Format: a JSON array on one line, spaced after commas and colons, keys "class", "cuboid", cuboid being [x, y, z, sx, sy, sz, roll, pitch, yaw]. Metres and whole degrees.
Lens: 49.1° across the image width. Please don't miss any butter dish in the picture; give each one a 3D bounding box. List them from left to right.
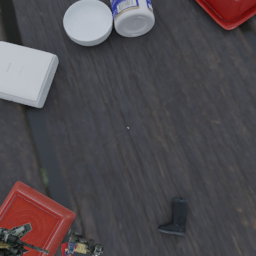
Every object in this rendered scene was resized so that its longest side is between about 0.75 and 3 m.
[{"class": "butter dish", "cuboid": [3.331, -4.645, 8.591, 2.296, 1.702, 2.303, -36, 78, -8]}]

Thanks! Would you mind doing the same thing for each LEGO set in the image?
[{"class": "LEGO set", "cuboid": [-1.783, 1.950, 4.291, 2.863, 1.860, 0.811, 20, 79, -20]}]

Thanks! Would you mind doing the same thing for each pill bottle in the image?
[{"class": "pill bottle", "cuboid": [0.054, -4.016, 8.672, 1.218, 1.218, 2.035, -8, 75, -2]}]

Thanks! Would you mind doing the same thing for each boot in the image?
[{"class": "boot", "cuboid": [1.198, 2.302, 7.429, 0.760, 0.303, 0.922, 11, 79, -8]}]

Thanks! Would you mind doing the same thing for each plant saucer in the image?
[{"class": "plant saucer", "cuboid": [-2.683, 2.669, 7.320, 1.936, 0.356, 1.939, 28, 77, 7]}]

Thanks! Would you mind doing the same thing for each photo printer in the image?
[{"class": "photo printer", "cuboid": [-3.292, -1.616, 8.283, 2.036, 0.707, 1.694, 15, 75, 4]}]

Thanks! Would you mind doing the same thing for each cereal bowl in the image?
[{"class": "cereal bowl", "cuboid": [-1.210, -3.201, 8.757, 1.509, 0.629, 1.509, 0, 75, -1]}]
